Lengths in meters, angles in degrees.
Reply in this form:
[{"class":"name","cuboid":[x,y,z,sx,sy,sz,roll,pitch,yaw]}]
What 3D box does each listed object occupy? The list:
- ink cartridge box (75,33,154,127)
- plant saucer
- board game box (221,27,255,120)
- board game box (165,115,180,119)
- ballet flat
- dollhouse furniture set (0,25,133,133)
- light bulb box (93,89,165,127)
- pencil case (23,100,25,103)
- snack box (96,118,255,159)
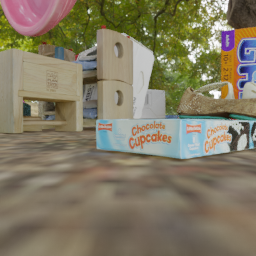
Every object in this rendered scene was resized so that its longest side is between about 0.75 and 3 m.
[{"class":"ink cartridge box","cuboid":[-0.768,-1.140,7.590,1.115,1.975,2.691,24,-17,-37]},{"class":"plant saucer","cuboid":[-1.430,-2.675,4.549,2.300,2.300,0.583,1,8,44]},{"class":"board game box","cuboid":[3.906,-1.238,7.743,2.463,2.463,2.465,0,1,21]},{"class":"board game box","cuboid":[1.248,-0.335,12.794,2.850,0.493,1.930,0,1,-16]},{"class":"ballet flat","cuboid":[2.257,-0.536,5.931,2.798,0.913,0.986,9,-1,42]},{"class":"dollhouse furniture set","cuboid":[-1.420,-0.908,5.185,1.912,1.901,2.713,1,1,36]},{"class":"light bulb box","cuboid":[-0.042,-0.626,9.443,1.902,1.197,1.919,-1,1,-27]},{"class":"pencil case","cuboid":[-3.944,-0.549,8.795,1.139,1.104,2.433,8,-6,-31]},{"class":"snack box","cuboid":[0.324,0.032,1.484,0.870,0.161,0.505,-1,1,-45]}]
